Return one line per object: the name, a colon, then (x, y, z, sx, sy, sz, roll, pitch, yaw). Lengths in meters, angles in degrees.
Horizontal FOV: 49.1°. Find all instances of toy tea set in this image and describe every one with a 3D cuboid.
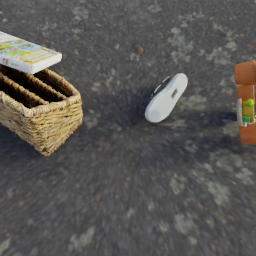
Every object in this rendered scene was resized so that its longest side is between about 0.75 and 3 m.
toy tea set: (3.268, -0.560, 7.032, 0.964, 2.604, 1.549, -3, 64, 24)

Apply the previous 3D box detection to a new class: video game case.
video game case: (-3.325, -2.223, 7.917, 2.305, 0.290, 2.533, 19, 20, -4)

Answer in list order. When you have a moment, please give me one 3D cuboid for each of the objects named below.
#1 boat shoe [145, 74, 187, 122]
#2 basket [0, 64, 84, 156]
boat shoe: (1.035, -0.886, 8.278, 0.615, 0.682, 1.930, 7, 47, 49)
basket: (-2.638, -1.009, 7.528, 2.789, 2.078, 1.991, 32, 62, 20)
